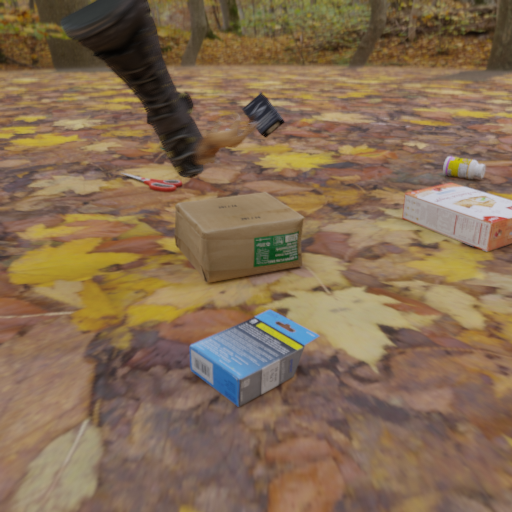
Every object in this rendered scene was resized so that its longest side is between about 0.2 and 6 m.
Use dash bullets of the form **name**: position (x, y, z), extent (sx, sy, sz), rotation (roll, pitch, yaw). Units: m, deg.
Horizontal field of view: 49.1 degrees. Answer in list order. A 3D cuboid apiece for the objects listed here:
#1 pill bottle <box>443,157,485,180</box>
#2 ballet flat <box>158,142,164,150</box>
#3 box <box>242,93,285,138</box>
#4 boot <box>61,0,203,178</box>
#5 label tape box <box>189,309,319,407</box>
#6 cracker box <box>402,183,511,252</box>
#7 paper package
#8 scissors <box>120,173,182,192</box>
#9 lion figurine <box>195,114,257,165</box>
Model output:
- **pill bottle**: position (5.711, -2.392, 15.353), extent (1.017, 0.530, 0.530), rotation (17, 29, 34)
- **ballet flat**: position (-2.575, -3.724, 18.218), extent (0.701, 0.644, 2.042), rotation (-24, 32, -31)
- **box**: position (0.168, -3.239, 12.911), extent (0.594, 0.803, 0.419), rotation (-37, -13, 14)
- **boot**: position (-1.531, -2.541, 8.692), extent (1.153, 2.899, 3.330), rotation (-22, 23, 8)
- **label tape box**: position (-0.007, 1.257, 7.146), extent (1.369, 0.433, 0.987), rotation (-19, 30, -37)
- **cracker box**: position (4.433, -0.883, 11.754), extent (1.506, 0.649, 2.249), rotation (-15, 28, -30)
- **paper package**: position (-0.335, -0.386, 10.218), extent (1.903, 0.984, 1.814), rotation (-9, 25, -22)
- **scissors**: position (-2.967, -1.992, 14.898), extent (2.219, 0.155, 0.812), rotation (13, 29, 24)
- **lion figurine**: position (-0.479, -1.747, 8.407), extent (1.094, 0.397, 0.670), rotation (-10, 46, 54)
